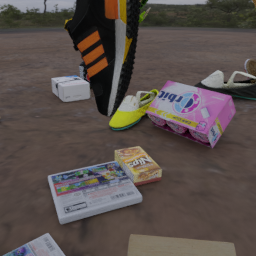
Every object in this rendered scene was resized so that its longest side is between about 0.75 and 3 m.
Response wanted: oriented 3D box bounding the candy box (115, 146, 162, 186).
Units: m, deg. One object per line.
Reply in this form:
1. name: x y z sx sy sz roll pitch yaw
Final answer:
1. candy box: 0.188 0.782 5.976 0.625 0.299 1.082 -9 25 -21

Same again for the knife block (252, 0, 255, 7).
1. knife block: 2.286 -1.633 4.090 0.509 1.398 1.592 -24 26 21

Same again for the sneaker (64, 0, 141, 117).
1. sneaker: -0.419 -1.184 3.997 0.975 2.166 0.758 16 39 9

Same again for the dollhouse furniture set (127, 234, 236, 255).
1. dollhouse furniture set: 0.363 2.211 2.124 1.918 1.454 2.188 3 46 7

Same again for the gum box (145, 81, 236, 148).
1. gum box: 1.589 -0.452 7.554 2.121 0.701 1.203 24 71 42

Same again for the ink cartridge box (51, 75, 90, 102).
1. ink cartridge box: -2.224 -1.550 10.850 1.065 0.620 1.473 -13 27 -27

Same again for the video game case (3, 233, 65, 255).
1. video game case: -1.252 1.914 3.658 0.930 0.121 1.022 -19 31 -35

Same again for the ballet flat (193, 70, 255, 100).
1. ballet flat: 3.696 -1.642 10.545 2.998 1.026 1.019 -1 27 -1

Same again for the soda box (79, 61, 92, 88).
1. soda box: -1.505 -2.732 12.963 0.943 1.054 2.979 -2 23 2

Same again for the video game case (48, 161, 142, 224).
1. video game case: -0.674 1.148 5.332 1.483 0.170 1.351 -10 26 -20

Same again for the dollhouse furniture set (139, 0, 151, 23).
1. dollhouse furniture set: 0.217 -4.359 10.289 0.949 0.733 1.899 38 56 -6

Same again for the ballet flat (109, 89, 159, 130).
1. ballet flat: 0.255 -0.678 8.651 0.797 0.799 2.385 13 27 38

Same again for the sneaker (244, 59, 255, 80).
1. sneaker: 4.974 -2.108 11.263 1.824 0.650 1.026 39 2 -27
